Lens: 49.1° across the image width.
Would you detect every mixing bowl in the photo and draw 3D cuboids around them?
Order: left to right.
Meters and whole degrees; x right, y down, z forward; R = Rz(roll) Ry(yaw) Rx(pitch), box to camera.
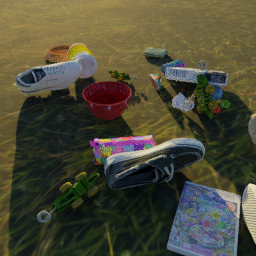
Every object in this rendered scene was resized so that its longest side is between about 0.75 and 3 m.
[{"bbox_3d":[-0.773,-0.934,10.549,1.787,0.968,1.787,0,36,0],"label":"mixing bowl"}]

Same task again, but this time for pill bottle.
[{"bbox_3d":[-2.276,-3.354,13.615,1.167,1.167,2.137,-11,38,-15],"label":"pill bottle"}]

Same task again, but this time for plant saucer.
[{"bbox_3d":[-3.589,-4.117,15.325,1.898,0.355,1.898,0,36,0],"label":"plant saucer"}]

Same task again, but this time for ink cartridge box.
[{"bbox_3d":[2.992,-2.228,11.894,2.380,0.521,2.403,10,15,17],"label":"ink cartridge box"}]

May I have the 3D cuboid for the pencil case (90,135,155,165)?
[{"bbox_3d":[-0.128,0.671,8.532,1.972,0.871,0.871,-4,37,-6],"label":"pencil case"}]

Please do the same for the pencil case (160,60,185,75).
[{"bbox_3d":[2.163,-2.979,13.681,1.161,0.494,0.537,-24,29,-28],"label":"pencil case"}]

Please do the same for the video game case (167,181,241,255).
[{"bbox_3d":[1.937,2.278,6.907,1.489,0.187,2.079,13,38,17],"label":"video game case"}]

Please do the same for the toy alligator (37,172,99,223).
[{"bbox_3d":[-1.535,1.799,7.305,1.958,0.470,0.649,-31,79,-35],"label":"toy alligator"}]

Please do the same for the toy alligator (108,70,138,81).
[{"bbox_3d":[-0.252,-2.362,13.020,1.417,0.341,0.470,16,39,9],"label":"toy alligator"}]

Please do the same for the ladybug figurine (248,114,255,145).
[{"bbox_3d":[4.545,0.262,8.826,1.224,0.648,1.803,-37,74,2],"label":"ladybug figurine"}]

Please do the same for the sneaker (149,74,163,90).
[{"bbox_3d":[1.346,-2.115,12.552,0.514,0.459,1.287,-10,36,-6],"label":"sneaker"}]

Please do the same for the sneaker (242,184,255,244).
[{"bbox_3d":[3.348,2.248,6.626,0.832,0.750,2.030,13,40,-8],"label":"sneaker"}]

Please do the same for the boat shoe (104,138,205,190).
[{"bbox_3d":[0.839,1.111,7.858,2.957,1.045,0.941,-13,38,-5],"label":"boat shoe"}]

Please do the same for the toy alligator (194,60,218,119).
[{"bbox_3d":[2.760,-1.408,10.419,0.536,2.232,0.740,-10,-3,-34],"label":"toy alligator"}]

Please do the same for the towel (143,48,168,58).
[{"bbox_3d":[1.514,-4.192,15.526,1.237,0.226,0.917,16,41,20],"label":"towel"}]

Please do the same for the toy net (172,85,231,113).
[{"bbox_3d":[2.816,-0.994,11.051,2.289,0.442,1.201,-15,77,-9],"label":"toy net"}]

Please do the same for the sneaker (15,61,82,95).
[{"bbox_3d":[-3.253,-2.208,11.814,2.860,1.151,1.092,-24,83,-17],"label":"sneaker"}]
